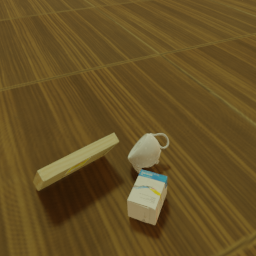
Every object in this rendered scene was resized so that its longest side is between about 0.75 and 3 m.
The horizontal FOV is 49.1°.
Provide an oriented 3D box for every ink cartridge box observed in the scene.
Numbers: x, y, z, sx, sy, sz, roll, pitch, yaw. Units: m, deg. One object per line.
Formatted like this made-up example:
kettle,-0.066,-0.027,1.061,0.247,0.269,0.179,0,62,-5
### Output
ink cartridge box,0.445,1.541,6.274,0.656,0.667,0.906,13,45,18

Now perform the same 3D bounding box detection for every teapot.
teapot,0.522,0.654,7.211,0.710,0.973,0.960,38,38,-6

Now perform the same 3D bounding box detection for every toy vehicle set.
toy vehicle set,-1.269,0.825,6.817,2.020,1.255,0.268,-27,81,-30
